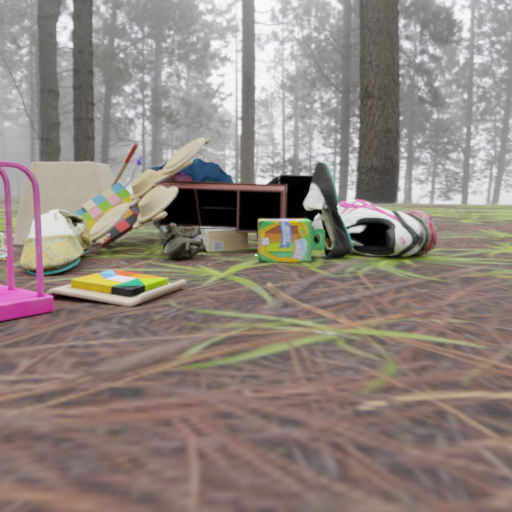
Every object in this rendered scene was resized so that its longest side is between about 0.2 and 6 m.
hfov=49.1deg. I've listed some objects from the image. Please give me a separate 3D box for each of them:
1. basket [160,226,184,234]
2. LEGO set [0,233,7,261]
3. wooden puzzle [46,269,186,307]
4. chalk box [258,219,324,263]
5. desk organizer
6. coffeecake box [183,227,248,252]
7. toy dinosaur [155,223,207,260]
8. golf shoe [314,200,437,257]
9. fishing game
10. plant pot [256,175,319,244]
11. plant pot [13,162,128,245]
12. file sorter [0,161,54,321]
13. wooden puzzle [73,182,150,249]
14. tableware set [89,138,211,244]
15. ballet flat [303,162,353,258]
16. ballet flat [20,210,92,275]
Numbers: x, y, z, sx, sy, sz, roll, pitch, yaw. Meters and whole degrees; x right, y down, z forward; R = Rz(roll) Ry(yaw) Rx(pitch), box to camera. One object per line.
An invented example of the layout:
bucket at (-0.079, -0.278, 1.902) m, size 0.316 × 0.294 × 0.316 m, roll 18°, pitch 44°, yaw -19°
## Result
basket at (-1.805, -1.601, 16.261) m, size 2.463 × 1.943 × 2.793 m, roll -1°, pitch 16°, yaw -11°
LEGO set at (-5.149, -0.184, 10.669) m, size 1.302 × 0.485 × 0.599 m, roll 4°, pitch 8°, yaw 29°
wooden puzzle at (-1.729, 0.373, 7.081) m, size 1.339 × 0.249 × 1.238 m, roll 2°, pitch 8°, yaw 20°
chalk box at (0.655, -0.294, 10.383) m, size 1.245 × 0.777 × 0.772 m, roll -1°, pitch 7°, yaw 1°
desk organizer at (-0.759, -1.024, 11.831) m, size 2.763 × 0.991 × 1.064 m, roll 2°, pitch 11°, yaw 4°
coffeecake box at (-0.915, -0.388, 12.393) m, size 0.982 × 0.467 × 1.279 m, roll -4°, pitch 8°, yaw -31°
toy dinosaur at (-1.400, -0.154, 10.591) m, size 0.867 × 0.652 × 1.695 m, roll -17°, pitch 22°, yaw -3°
golf shoe at (2.114, -0.595, 11.534) m, size 1.388 × 1.095 × 3.015 m, roll -5°, pitch 9°, yaw -36°
fishing game at (-1.763, -1.403, 13.915) m, size 3.618 × 0.562 × 2.591 m, roll 18°, pitch -43°, yaw -28°
plant pot at (0.824, -1.032, 13.702) m, size 1.639 × 1.635 × 1.454 m, roll -5°, pitch -2°, yaw -36°
plant pot at (-4.634, -1.365, 14.222) m, size 2.244 × 1.987 × 2.242 m, roll 1°, pitch 7°, yaw 1°
file sorter at (-3.784, -0.221, 6.056) m, size 2.668 × 1.673 × 1.854 m, roll 5°, pitch 8°, yaw 38°
wooden puzzle at (-3.317, -0.970, 12.881) m, size 2.218 × 0.156 × 1.315 m, roll -36°, pitch 61°, yaw -19°
tableware set at (-2.245, -1.333, 11.739) m, size 2.540 × 0.353 × 3.040 m, roll -18°, pitch 32°, yaw 41°
ballet flat at (1.297, -0.821, 10.551) m, size 0.635 × 1.857 × 0.631 m, roll -20°, pitch 6°, yaw -15°
ballet flat at (-3.491, -0.322, 9.803) m, size 1.033 × 1.033 × 2.921 m, roll -1°, pitch 7°, yaw -8°
